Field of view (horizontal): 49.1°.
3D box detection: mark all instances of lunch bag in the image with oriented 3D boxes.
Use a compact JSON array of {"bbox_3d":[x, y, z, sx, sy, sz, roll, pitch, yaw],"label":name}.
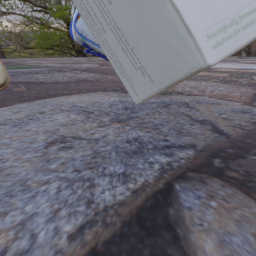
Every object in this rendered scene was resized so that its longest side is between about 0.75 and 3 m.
[{"bbox_3d":[-0.146,-2.803,7.723,2.848,2.282,1.076,25,2,-20],"label":"lunch bag"}]

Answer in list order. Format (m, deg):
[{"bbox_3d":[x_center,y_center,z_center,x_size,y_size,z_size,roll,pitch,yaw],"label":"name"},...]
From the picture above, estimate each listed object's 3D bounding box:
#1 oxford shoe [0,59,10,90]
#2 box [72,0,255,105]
[{"bbox_3d":[-3.233,-1.620,5.716,0.709,2.002,0.739,-43,7,-15],"label":"oxford shoe"},{"bbox_3d":[0.707,-1.881,3.805,2.176,2.187,1.873,-34,4,-22],"label":"box"}]
